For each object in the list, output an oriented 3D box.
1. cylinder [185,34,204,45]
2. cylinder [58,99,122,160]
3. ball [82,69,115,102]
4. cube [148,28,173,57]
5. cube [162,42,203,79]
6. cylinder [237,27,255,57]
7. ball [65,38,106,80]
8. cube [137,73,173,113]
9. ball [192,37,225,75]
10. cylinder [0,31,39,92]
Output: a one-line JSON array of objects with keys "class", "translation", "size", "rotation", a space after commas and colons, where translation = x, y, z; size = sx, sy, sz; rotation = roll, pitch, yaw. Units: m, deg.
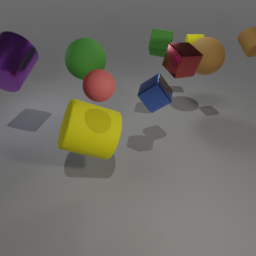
[{"class": "cylinder", "translation": [2.838, -3.622, 11.931], "size": [0.700, 0.700, 0.700], "rotation": [0, 33, 0]}, {"class": "cylinder", "translation": [-1.065, 0.048, 7.735], "size": [1.400, 1.400, 1.400], "rotation": [15, 28, -20]}, {"class": "ball", "translation": [-0.623, -0.908, 6.017], "size": [0.700, 0.700, 0.700], "rotation": [0, 33, 0]}, {"class": "cube", "translation": [1.128, -2.904, 9.619], "size": [0.700, 0.700, 0.700], "rotation": [12, -4, 8]}, {"class": "cube", "translation": [1.484, -1.870, 7.711], "size": [0.700, 0.700, 0.700], "rotation": [-11, 49, -28]}, {"class": "cylinder", "translation": [4.094, -2.839, 9.244], "size": [0.700, 0.700, 0.700], "rotation": [-10, 65, -14]}, {"class": "ball", "translation": [-1.442, -2.337, 9.523], "size": [1.400, 1.400, 1.400], "rotation": [0, 33, 0]}, {"class": "cube", "translation": [0.780, -0.991, 7.960], "size": [0.700, 0.700, 0.700], "rotation": [-28, 25, 28]}, {"class": "ball", "translation": [2.959, -2.731, 10.652], "size": [1.400, 1.400, 1.400], "rotation": [0, 33, 0]}, {"class": "cylinder", "translation": [-3.848, -2.126, 9.085], "size": [1.400, 1.400, 1.400], "rotation": [11, 62, 17]}]
